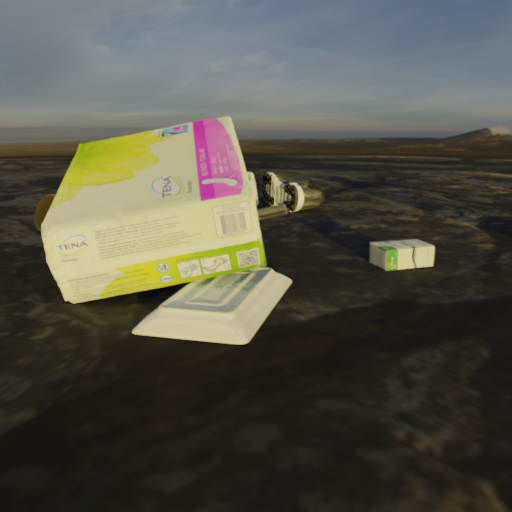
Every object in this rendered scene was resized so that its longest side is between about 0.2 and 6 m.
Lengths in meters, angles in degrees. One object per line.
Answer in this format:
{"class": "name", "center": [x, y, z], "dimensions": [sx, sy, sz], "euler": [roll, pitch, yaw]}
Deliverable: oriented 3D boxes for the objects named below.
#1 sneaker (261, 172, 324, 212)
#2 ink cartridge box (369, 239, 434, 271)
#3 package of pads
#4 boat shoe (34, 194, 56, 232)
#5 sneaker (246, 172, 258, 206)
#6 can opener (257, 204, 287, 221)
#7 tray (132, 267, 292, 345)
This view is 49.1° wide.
{"class": "sneaker", "center": [1.206, -2.066, 18.234], "dimensions": [1.441, 1.059, 3.186], "euler": [-2, 17, -21]}
{"class": "ink cartridge box", "center": [2.809, -0.030, 10.833], "dimensions": [1.020, 0.424, 0.748], "euler": [-5, 14, -13]}
{"class": "package of pads", "center": [-1.775, -1.045, 9.860], "dimensions": [3.289, 1.452, 4.257], "euler": [-12, 30, -2]}
{"class": "boat shoe", "center": [-4.555, -0.981, 13.891], "dimensions": [2.827, 1.010, 0.929], "euler": [2, -8, 45]}
{"class": "sneaker", "center": [-0.968, -1.940, 16.914], "dimensions": [1.011, 1.345, 2.700], "euler": [11, 19, 35]}
{"class": "can opener", "center": [0.137, -1.218, 15.218], "dimensions": [1.383, 0.463, 0.369], "euler": [-12, -30, 7]}
{"class": "tray", "center": [-0.511, 0.594, 8.472], "dimensions": [1.608, 0.332, 2.995], "euler": [4, 14, 14]}
